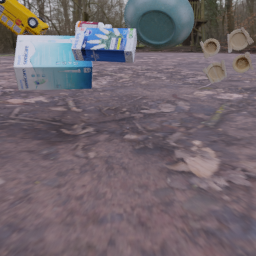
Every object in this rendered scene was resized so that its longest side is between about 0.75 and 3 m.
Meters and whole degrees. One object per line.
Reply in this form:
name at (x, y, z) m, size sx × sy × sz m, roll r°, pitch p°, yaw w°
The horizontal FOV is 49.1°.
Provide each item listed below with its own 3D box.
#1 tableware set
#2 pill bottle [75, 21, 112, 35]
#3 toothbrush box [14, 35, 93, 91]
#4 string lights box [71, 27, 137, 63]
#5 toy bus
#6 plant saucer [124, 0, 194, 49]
tableware set at (2.911, -2.117, 8.267) m, size 1.568 × 1.309 × 0.182 m, roll -15°, pitch 6°, yaw 27°
pill bottle at (-1.118, -3.170, 9.251) m, size 1.130 × 0.619 × 0.619 m, roll 6°, pitch 19°, yaw 7°
toothbrush box at (-1.901, -1.712, 7.282) m, size 1.852 × 0.790 × 1.356 m, roll -3°, pitch 51°, yaw -13°
string lights box at (-0.430, -1.559, 5.267) m, size 1.127 × 0.332 × 0.579 m, roll 4°, pitch 62°, yaw 7°
toy bus at (-3.275, -3.244, 7.968) m, size 1.923 × 0.753 × 0.626 m, roll 37°, pitch 20°, yaw -11°
plant saucer at (0.994, -3.563, 9.587) m, size 2.457 × 2.457 × 0.473 m, roll 5°, pitch 54°, yaw 16°
